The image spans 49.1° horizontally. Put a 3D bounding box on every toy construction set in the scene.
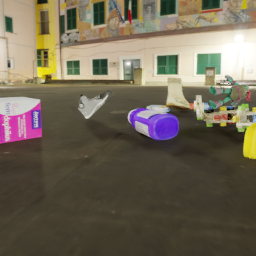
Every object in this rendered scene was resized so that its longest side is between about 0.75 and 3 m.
[{"bbox_3d":[3.298,-0.437,9.755,2.359,1.087,1.547,14,14,11],"label":"toy construction set"}]

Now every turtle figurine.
[{"bbox_3d":[5.803,-2.027,15.647,2.622,1.963,1.320,-18,12,-19],"label":"turtle figurine"}]

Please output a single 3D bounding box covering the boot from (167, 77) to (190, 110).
[{"bbox_3d":[2.660,-1.739,14.382,1.997,1.552,0.727,7,-11,-44],"label":"boot"}]

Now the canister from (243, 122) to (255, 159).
[{"bbox_3d":[3.582,0.361,6.160,1.693,0.733,1.257,9,14,33],"label":"canister"}]

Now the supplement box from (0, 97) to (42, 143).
[{"bbox_3d":[-3.800,-0.226,7.969,1.207,1.182,2.336,10,15,42],"label":"supplement box"}]

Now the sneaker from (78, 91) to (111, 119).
[{"bbox_3d":[-1.498,-1.169,11.609,0.925,1.602,0.601,43,20,-8],"label":"sneaker"}]

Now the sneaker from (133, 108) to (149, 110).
[{"bbox_3d":[0.522,-0.743,12.767,0.870,0.289,0.393,-1,1,-31],"label":"sneaker"}]

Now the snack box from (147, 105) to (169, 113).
[{"bbox_3d":[1.521,-0.961,14.137,0.942,0.319,0.795,3,12,25],"label":"snack box"}]

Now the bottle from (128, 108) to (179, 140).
[{"bbox_3d":[0.669,-0.195,8.943,0.961,0.751,2.300,-8,13,-22],"label":"bottle"}]
